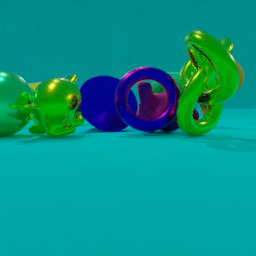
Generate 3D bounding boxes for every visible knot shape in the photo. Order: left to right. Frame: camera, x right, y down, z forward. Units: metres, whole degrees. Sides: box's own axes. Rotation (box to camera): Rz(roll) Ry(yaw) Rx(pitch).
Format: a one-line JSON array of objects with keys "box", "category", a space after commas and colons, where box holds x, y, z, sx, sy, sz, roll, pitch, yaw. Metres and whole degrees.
[{"box": [1.447, -0.784, 5.351, 0.953, 1.930, 2.063, 7, 14, 9], "category": "knot shape"}, {"box": [2.416, -1.041, 8.192, 0.866, 1.753, 1.874, 27, -35, -32], "category": "knot shape"}]

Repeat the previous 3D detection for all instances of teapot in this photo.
[{"box": [1.132, -0.969, 7.198, 1.849, 0.905, 1.150, -6, 17, -34], "category": "teapot"}]

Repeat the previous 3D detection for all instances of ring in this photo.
[{"box": [0.398, -0.595, 5.703, 1.359, 1.359, 0.272, 0, -9, 1], "category": "ring"}]

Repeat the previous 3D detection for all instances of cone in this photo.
[{"box": [-0.702, -0.328, 7.279, 1.493, 1.493, 1.499, -2, -22, -21], "category": "cone"}]

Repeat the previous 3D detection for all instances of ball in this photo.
[{"box": [-2.478, -0.477, 5.447, 1.283, 1.283, 1.283, 0, 4, 0], "category": "ball"}]

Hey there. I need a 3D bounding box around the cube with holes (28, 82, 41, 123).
[{"box": [-2.233, -0.732, 8.077, 1.052, 1.052, 1.052, -13, 22, -30], "category": "cube with holes"}]

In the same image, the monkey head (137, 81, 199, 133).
[{"box": [0.746, -0.523, 6.298, 1.054, 1.259, 1.749, -19, 22, -20], "category": "monkey head"}]

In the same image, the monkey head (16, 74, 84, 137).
[{"box": [-1.519, -0.396, 5.472, 1.279, 1.071, 1.778, -9, 23, 26], "category": "monkey head"}]
